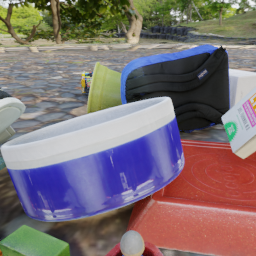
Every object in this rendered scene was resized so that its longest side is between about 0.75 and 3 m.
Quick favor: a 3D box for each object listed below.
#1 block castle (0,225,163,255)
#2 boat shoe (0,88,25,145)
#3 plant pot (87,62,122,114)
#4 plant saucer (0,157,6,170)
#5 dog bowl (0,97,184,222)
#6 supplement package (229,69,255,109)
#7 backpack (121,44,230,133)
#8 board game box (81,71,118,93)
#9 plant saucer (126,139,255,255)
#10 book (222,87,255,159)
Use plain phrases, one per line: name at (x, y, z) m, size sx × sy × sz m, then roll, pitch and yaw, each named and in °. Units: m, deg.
block castle at (-1.208, 1.287, 2.140) m, size 2.654 × 1.245 × 1.774 m, roll 11°, pitch 23°, yaw 27°
boat shoe at (-2.403, -0.160, 4.532) m, size 1.088 × 0.868 × 2.878 m, roll -40°, pitch 8°, yaw -30°
plant pot at (-0.327, -1.029, 8.395) m, size 1.504 × 1.636 × 1.636 m, roll 10°, pitch 20°, yaw -3°
plant saucer at (-3.345, 0.680, 5.305) m, size 2.016 × 0.191 × 0.705 m, roll 5°, pitch 16°, yaw 8°
dog bowl at (-0.457, 0.322, 4.144) m, size 2.461 × 0.969 × 2.461 m, roll -15°, pitch 9°, yaw 2°
supplement package at (3.217, -1.304, 9.328) m, size 1.206 × 1.221 × 2.013 m, roll -11°, pitch 22°, yaw -27°
backpack at (1.050, -0.917, 7.243) m, size 2.510 × 2.040 × 2.106 m, roll -13°, pitch 18°, yaw -5°
board game box at (-1.055, -1.833, 10.960) m, size 1.524 × 0.523 × 1.844 m, roll -4°, pitch 20°, yaw -8°
plant saucer at (1.570, 0.852, 4.447) m, size 2.785 × 0.511 × 2.780 m, roll 3°, pitch 20°, yaw 11°
book at (2.186, -0.320, 4.407) m, size 0.356 × 1.481 × 0.990 m, roll 28°, pitch 35°, yaw -18°
